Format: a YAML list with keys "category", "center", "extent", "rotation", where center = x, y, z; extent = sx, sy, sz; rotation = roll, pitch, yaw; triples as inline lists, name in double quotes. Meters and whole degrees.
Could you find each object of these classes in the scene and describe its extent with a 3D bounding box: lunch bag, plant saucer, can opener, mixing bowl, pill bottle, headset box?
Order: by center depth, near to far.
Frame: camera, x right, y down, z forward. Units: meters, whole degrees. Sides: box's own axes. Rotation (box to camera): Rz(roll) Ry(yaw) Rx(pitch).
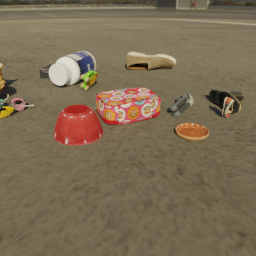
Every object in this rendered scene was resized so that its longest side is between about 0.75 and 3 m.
- category: "mixing bowl"
  center: [-1.500, -0.189, 8.332]
  extent: [1.519, 0.823, 1.519]
  rotation: [-1, 27, 0]
- category: "plant saucer"
  center: [1.925, 0.121, 8.440]
  extent: [0.990, 0.160, 0.990]
  rotation: [1, 26, 0]
- category: "lunch bag"
  center: [-0.069, -0.879, 9.671]
  extent: [2.057, 0.843, 1.812]
  rotation: [-10, 28, -19]
- category: "can opener"
  center: [1.924, -0.841, 10.226]
  extent: [0.601, 0.479, 1.796]
  rotation: [-22, 9, 40]
- category: "pill bottle"
  center: [-2.548, -2.720, 12.907]
  extent: [1.278, 1.278, 2.302]
  rotation: [11, 29, 21]
- category: "headset box"
  center: [-3.747, -2.793, 13.966]
  extent: [0.923, 0.479, 1.240]
  rotation: [6, 25, 11]

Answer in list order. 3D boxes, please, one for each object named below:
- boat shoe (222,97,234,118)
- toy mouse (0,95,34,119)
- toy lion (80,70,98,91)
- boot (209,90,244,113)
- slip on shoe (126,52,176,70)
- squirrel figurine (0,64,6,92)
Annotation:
- category: "boat shoe"
  center: [3.324, -0.639, 9.260]
  extent: [0.268, 0.857, 0.305]
  rotation: [31, 58, 35]
- category: "toy mouse"
  center: [-4.328, -0.775, 10.020]
  extent: [1.831, 0.354, 1.627]
  rotation: [-9, 28, -18]
- category: "toy lion"
  center: [-1.597, -2.088, 11.858]
  extent: [0.332, 0.966, 0.926]
  rotation: [35, 62, 9]
- category: "boot"
  center: [3.974, -1.065, 10.343]
  extent: [1.211, 0.678, 1.750]
  rotation: [-2, 27, -15]
- category: "slip on shoe"
  center: [1.211, -3.451, 15.022]
  extent: [2.664, 1.013, 0.807]
  rotation: [9, 67, -1]
- category: "squirrel figurine"
  center: [-5.874, -1.741, 10.898]
  extent: [2.644, 1.871, 2.468]
  rotation: [31, 27, 24]
